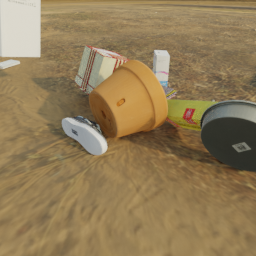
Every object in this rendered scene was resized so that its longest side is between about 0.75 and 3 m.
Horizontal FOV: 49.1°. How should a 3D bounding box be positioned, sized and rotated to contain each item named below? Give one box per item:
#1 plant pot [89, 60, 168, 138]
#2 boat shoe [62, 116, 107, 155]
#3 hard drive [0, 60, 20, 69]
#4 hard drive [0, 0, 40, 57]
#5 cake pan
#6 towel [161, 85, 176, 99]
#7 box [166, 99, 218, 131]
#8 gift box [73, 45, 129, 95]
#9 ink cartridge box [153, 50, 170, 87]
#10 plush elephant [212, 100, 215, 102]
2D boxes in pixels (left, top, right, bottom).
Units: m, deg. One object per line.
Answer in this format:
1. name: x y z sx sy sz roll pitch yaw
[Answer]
1. plant pot: -0.119 -0.646 7.523 1.394 1.992 1.992 -28 39 -25
2. boat shoe: -1.032 0.111 7.444 0.658 0.697 1.942 -22 29 -33
3. hard drive: -6.002 -3.166 13.884 0.687 0.137 1.042 15 33 25
4. hard drive: -3.739 -3.776 9.676 0.335 2.552 1.683 15 19 27
5. cake pan: 2.437 0.263 5.969 1.981 1.981 0.363 17 55 28
6. towel: 0.451 -1.158 10.005 2.239 0.255 1.608 -25 38 -33
7. box: 1.800 -0.304 7.250 0.829 0.552 2.203 31 -8 -31
8. gift box: -0.932 -1.786 9.450 1.673 1.563 1.544 4 26 -34
9. ink cartridge box: 1.304 -2.375 11.227 0.553 1.306 0.944 -1 29 -1
10. plush elephant: 2.437 -0.507 8.415 0.798 0.750 0.969 19 34 31
